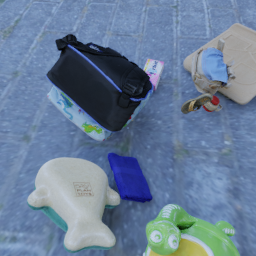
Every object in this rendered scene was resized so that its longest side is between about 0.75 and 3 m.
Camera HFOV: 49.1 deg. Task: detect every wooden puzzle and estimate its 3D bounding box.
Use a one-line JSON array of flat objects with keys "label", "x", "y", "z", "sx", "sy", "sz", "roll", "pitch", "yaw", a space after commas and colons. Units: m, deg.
[{"label": "wooden puzzle", "x": 3.763, "y": -2.198, "z": 9.580, "sx": 2.839, "sy": 0.657, "sz": 2.629, "roll": -39, "pitch": 59, "yaw": -16}]

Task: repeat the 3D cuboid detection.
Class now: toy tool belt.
[{"label": "toy tool belt", "x": 2.538, "y": -1.553, "z": 8.157, "sx": 1.199, "sy": 1.180, "sz": 1.920, "roll": 9, "pitch": 62, "yaw": -24}]

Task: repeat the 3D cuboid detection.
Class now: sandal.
[{"label": "sandal", "x": 1.921, "y": -0.642, "z": 7.908, "sx": 0.413, "sy": 1.028, "sz": 0.278, "roll": 32, "pitch": 48, "yaw": -32}]

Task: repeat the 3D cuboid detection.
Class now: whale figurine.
[{"label": "whale figurine", "x": -1.087, "y": 1.646, "z": 5.734, "sx": 1.922, "sy": 1.254, "sz": 2.416, "roll": 7, "pitch": 27, "yaw": -29}]

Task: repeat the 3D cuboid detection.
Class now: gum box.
[{"label": "gum box", "x": 0.780, "y": -1.770, "z": 9.130, "sx": 0.561, "sy": 0.327, "sz": 0.989, "roll": 16, "pitch": 70, "yaw": 14}]

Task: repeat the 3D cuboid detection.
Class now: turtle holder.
[{"label": "turtle holder", "x": 1.041, "y": 2.332, "z": 4.613, "sx": 1.689, "sy": 2.223, "sz": 1.578, "roll": 16, "pitch": 37, "yaw": 14}]

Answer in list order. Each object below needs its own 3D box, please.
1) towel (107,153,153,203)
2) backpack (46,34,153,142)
[{"label": "towel", "x": 0.010, "y": 1.202, "z": 6.719, "sx": 0.942, "sy": 0.316, "sz": 1.276, "roll": 16, "pitch": 35, "yaw": -36}, {"label": "backpack", "x": -0.688, "y": -1.074, "z": 7.501, "sx": 2.408, "sy": 1.934, "sz": 2.631, "roll": 39, "pitch": 25, "yaw": 2}]
